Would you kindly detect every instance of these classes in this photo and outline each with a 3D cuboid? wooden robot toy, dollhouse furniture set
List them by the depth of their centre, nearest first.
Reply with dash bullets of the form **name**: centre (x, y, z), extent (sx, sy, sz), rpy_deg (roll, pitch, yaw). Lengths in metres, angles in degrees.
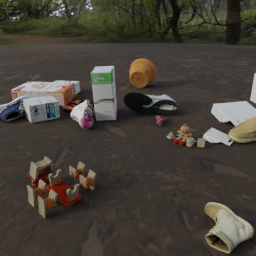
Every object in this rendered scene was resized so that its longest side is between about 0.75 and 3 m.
- **dollhouse furniture set**: centre (-1.878, 1.490, 7.294), extent (1.570, 0.817, 1.587), rpy_deg (30, 35, 32)
- **wooden robot toy**: centre (2.086, 0.232, 10.213), extent (1.513, 0.687, 0.667), rpy_deg (18, 28, 39)

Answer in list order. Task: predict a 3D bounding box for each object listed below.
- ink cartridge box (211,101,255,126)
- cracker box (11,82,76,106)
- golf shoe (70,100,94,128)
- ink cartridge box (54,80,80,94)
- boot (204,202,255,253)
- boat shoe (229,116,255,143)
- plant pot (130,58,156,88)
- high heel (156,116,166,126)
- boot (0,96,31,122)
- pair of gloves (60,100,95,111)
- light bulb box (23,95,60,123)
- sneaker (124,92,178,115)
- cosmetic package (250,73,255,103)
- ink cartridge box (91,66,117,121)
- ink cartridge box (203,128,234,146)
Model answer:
- **ink cartridge box**: centre (4.989, -0.394, 12.294), extent (1.767, 0.522, 2.208), rpy_deg (-5, 37, -13)
- **cracker box**: centre (-4.532, -1.918, 15.331), extent (2.891, 0.834, 1.936), rpy_deg (2, 23, 7)
- **golf shoe**: centre (-2.014, -0.479, 12.116), extent (1.007, 0.829, 2.200), rpy_deg (-21, 23, 5)
- **ink cartridge box**: centre (-3.787, -2.452, 16.940), extent (1.533, 0.646, 1.120), rpy_deg (3, 22, 8)
- **boot**: centre (1.922, 2.087, 5.967), extent (0.909, 0.424, 1.175), rpy_deg (-16, 28, -33)
- **boat shoe**: centre (4.873, -0.160, 10.597), extent (2.468, 0.940, 0.884), rpy_deg (-17, 40, -24)
- **plant pot**: centre (0.853, -3.440, 18.202), extent (1.783, 1.783, 1.248), rpy_deg (6, 38, 16)
- **high heel**: centre (1.289, -0.360, 12.095), extent (0.475, 0.333, 0.990), rpy_deg (21, 23, 21)
- **boot**: centre (-5.095, -0.845, 13.010), extent (0.957, 0.771, 2.118), rpy_deg (21, 37, 28)
- **pair of gloves**: centre (-2.437, -1.091, 14.152), extent (1.606, 0.223, 1.803), rpy_deg (10, 21, 26)
- **light bulb box**: centre (-3.968, -0.900, 12.830), extent (1.320, 0.824, 1.309), rpy_deg (-12, 25, -28)
- **sneaker**: centre (1.141, -1.228, 13.832), extent (2.591, 0.978, 1.491), rpy_deg (11, 14, 8)
- **cosmetic package**: centre (8.078, -1.788, 14.006), extent (2.639, 1.623, 2.631), rpy_deg (-3, 22, -4)
- **ink cartridge box**: centre (-1.046, -1.592, 12.757), extent (0.922, 2.193, 1.600), rpy_deg (-2, 21, 2)
- **ink cartridge box**: centre (3.430, 0.397, 10.533), extent (0.992, 0.249, 0.799), rpy_deg (31, 34, 25)
